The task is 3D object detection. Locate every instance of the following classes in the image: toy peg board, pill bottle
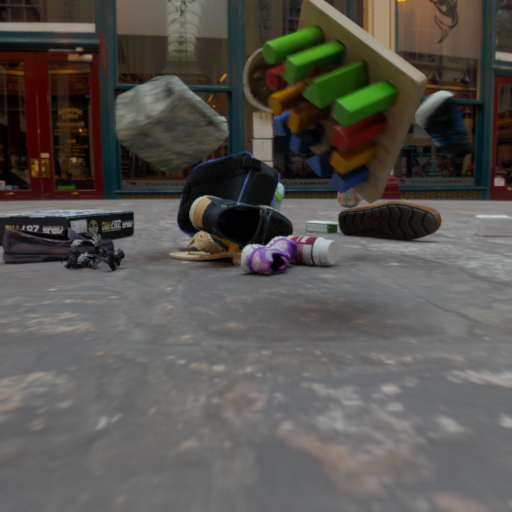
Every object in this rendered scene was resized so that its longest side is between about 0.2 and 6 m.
[{"bbox_3d":[0.743,-1.622,6.376,0.868,1.767,1.775,-28,61,-25],"label":"toy peg board"},{"bbox_3d":[1.013,-0.089,10.462,0.936,0.534,0.534,5,9,34],"label":"pill bottle"}]

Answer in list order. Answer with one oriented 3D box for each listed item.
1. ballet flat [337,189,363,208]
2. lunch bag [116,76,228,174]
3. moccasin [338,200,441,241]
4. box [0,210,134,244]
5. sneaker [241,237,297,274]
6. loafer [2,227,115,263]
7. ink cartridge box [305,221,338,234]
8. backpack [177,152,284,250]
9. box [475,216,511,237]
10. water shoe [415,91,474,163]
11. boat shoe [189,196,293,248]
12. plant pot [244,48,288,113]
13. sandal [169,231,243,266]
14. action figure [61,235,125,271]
[{"bbox_3d":[1.987,-1.640,10.878,0.640,0.632,1.879,1,36,19],"label":"ballet flat"},{"bbox_3d":[-1.658,-2.689,11.362,1.583,1.315,1.887,-16,-27,27],"label":"lunch bag"},{"bbox_3d":[3.746,-0.974,15.511,1.203,1.140,3.116,-17,7,-37],"label":"moccasin"},{"bbox_3d":[-5.192,-0.811,14.922,2.650,0.807,3.288,4,8,15],"label":"box"},{"bbox_3d":[0.365,0.044,9.701,0.622,0.566,1.408,13,18,34],"label":"sneaker"},{"bbox_3d":[-3.892,-0.267,11.196,2.196,0.692,0.789,-5,9,-33],"label":"loafer"},{"bbox_3d":[2.128,-0.875,17.191,1.114,0.330,0.578,6,10,40],"label":"ink cartridge box"},{"bbox_3d":[-0.613,-1.101,12.695,2.262,2.070,1.662,3,-18,45],"label":"backpack"},{"bbox_3d":[6.866,-0.861,16.178,0.878,0.574,0.873,1,8,9],"label":"box"},{"bbox_3d":[3.938,-2.566,11.299,0.903,0.818,2.288,55,20,24],"label":"water shoe"},{"bbox_3d":[-0.113,-0.558,10.653,2.468,0.921,0.768,13,8,-44],"label":"boat shoe"},{"bbox_3d":[0.211,-2.662,8.671,0.976,0.976,0.893,-1,8,-11],"label":"plant pot"},{"bbox_3d":[-0.683,-0.304,11.001,2.479,0.815,0.909,6,9,37],"label":"sandal"},{"bbox_3d":[-2.978,-0.055,10.033,1.195,0.610,0.710,5,19,20],"label":"action figure"}]
